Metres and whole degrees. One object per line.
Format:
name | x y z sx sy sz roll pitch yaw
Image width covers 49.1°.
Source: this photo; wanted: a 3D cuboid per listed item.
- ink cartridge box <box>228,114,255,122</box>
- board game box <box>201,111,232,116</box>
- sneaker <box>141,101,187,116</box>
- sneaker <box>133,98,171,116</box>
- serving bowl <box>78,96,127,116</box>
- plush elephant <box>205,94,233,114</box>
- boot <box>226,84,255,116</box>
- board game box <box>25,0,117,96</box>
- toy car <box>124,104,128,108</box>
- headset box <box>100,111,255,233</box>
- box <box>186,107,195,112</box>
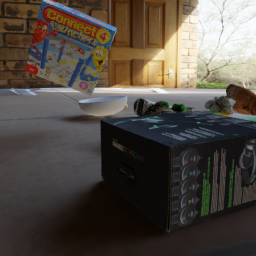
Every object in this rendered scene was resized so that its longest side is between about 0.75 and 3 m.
ink cartridge box | 4.372 -0.162 8.367 2.816 0.705 2.266 -27 24 -32
board game box | 3.570 -0.455 12.469 1.369 0.361 1.789 10 15 44
sneaker | 0.695 -0.255 9.000 2.911 1.240 1.136 -8 13 -34
sneaker | 1.270 -0.868 13.568 1.051 0.975 2.594 4 11 -41
serving bowl | -1.246 -1.098 14.377 2.515 0.827 2.515 -6 11 1
plush elephant | 4.474 -0.998 13.865 1.121 1.192 1.448 -36 -23 -4
boot | 6.030 -0.944 13.430 2.782 1.025 2.153 26 13 -43
board game box | -2.311 -3.148 11.252 2.927 2.865 0.818 19 28 -11
toy car | -1.360 -1.581 18.152 2.249 0.502 2.116 -5 12 -28
headset box | 0.978 0.494 4.943 2.641 1.225 2.299 -6 13 -28
box | 3.129 -1.031 15.840 1.035 0.264 0.816 -6 11 -30
